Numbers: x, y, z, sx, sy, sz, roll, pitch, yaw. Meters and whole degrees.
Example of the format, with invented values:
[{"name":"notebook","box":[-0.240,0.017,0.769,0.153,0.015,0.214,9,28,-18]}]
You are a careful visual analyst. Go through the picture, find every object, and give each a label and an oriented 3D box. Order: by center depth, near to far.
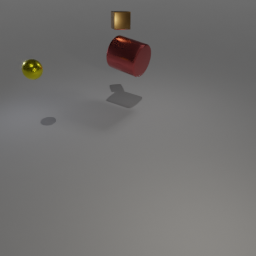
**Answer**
[{"name":"ball","box":[-3.273,-2.006,9.597,0.700,0.700,0.700,0,31,0]},{"name":"cube","box":[-0.311,-4.542,11.799,0.700,0.700,0.700,-6,25,-14]},{"name":"cylinder","box":[0.041,-3.032,11.836,1.400,1.400,1.400,26,39,23]}]
